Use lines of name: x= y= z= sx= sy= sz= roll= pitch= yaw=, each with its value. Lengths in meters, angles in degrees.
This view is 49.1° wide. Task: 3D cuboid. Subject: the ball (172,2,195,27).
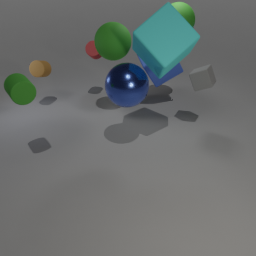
ball: x=2.051 y=-4.419 z=11.525 sx=1.400 sy=1.400 sz=1.400 roll=0 pitch=30 yaw=0

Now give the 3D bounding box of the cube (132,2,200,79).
cube: x=1.099 y=-2.620 z=8.627 sx=1.400 sy=1.400 sz=1.400 roll=-41 pitch=-3 yaw=-2

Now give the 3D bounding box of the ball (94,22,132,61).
ball: x=-0.567 y=-3.267 z=10.580 sx=1.400 sy=1.400 sz=1.400 roll=0 pitch=30 yaw=0

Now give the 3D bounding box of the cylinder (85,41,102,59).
cylinder: x=-1.513 y=-3.529 z=12.706 sx=0.700 sy=0.700 sz=0.700 roll=3 pitch=4 yaw=6

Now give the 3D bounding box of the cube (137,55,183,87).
cube: x=1.366 y=-2.961 z=12.299 sx=1.400 sy=1.400 sz=1.400 roll=-29 pitch=48 yaw=12

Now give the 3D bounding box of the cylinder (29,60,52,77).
cylinder: x=-3.752 y=-2.540 z=12.026 sx=0.700 sy=0.700 sz=0.700 roll=5 pitch=13 yaw=8

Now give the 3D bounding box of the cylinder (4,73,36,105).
cylinder: x=-3.018 y=-1.091 z=7.830 sx=0.700 sy=0.700 sz=0.700 roll=-19 pitch=39 yaw=-29

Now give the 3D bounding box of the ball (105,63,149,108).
ball: x=-0.032 y=-1.348 z=8.839 sx=1.400 sy=1.400 sz=1.400 roll=0 pitch=30 yaw=0

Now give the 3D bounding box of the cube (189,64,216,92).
cube: x=2.782 y=-1.862 z=10.418 sx=0.700 sy=0.700 sz=0.700 roll=-12 pitch=20 yaw=34
